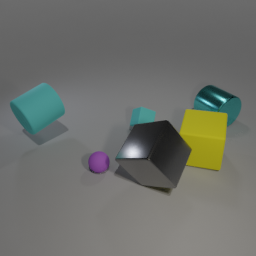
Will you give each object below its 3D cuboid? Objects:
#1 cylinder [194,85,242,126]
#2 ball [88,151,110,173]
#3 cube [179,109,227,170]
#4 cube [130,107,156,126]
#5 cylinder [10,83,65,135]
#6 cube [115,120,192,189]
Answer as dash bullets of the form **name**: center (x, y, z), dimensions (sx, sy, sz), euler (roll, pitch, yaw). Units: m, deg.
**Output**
- **cylinder**: center (3.744, -0.928, 11.783), dimensions (1.400, 1.400, 1.400), euler (-17, 36, -25)
- **ball**: center (-0.952, 1.114, 9.195), dimensions (0.700, 0.700, 0.700), euler (0, 32, 0)
- **cube**: center (2.524, 0.368, 9.492), dimensions (1.400, 1.400, 1.400), euler (7, 40, 17)
- **cube**: center (0.584, -0.373, 11.109), dimensions (0.700, 0.700, 0.700), euler (17, -12, -25)
- **cylinder**: center (-3.269, -0.705, 10.178), dimensions (1.400, 1.400, 1.400), euler (28, 55, 37)
- **cube**: center (0.768, 0.781, 8.262), dimensions (1.400, 1.400, 1.400), euler (-7, 44, 48)
